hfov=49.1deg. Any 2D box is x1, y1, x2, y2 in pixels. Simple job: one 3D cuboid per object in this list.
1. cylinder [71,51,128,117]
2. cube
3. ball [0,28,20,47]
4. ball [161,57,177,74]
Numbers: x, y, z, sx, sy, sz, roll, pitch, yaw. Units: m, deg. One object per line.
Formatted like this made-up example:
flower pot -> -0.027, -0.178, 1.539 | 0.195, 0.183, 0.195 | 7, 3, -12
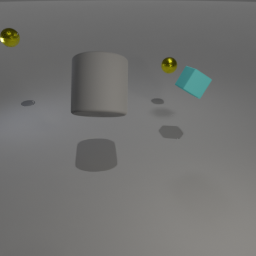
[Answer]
cylinder -> -0.708, -1.026, 7.016 | 1.400, 1.400, 1.400 | 1, -3, 0
cube -> 2.052, -1.449, 8.860 | 0.700, 0.700, 0.700 | 26, 11, -22
ball -> -4.459, -3.417, 10.594 | 0.700, 0.700, 0.700 | 0, 28, 0
ball -> 1.772, -2.692, 12.045 | 0.700, 0.700, 0.700 | 0, 28, 0
